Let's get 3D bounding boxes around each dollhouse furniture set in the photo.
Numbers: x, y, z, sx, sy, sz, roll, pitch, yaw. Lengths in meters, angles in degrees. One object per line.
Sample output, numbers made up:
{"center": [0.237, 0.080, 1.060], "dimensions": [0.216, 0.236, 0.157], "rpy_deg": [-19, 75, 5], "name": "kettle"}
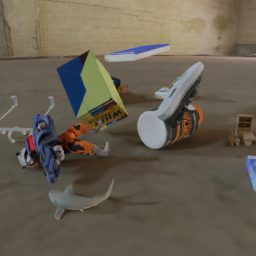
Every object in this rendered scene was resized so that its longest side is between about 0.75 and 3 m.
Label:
{"center": [3.206, -2.166, 16.095], "dimensions": [0.883, 1.260, 0.888], "rpy_deg": [-49, 35, -2], "name": "dollhouse furniture set"}
{"center": [4.214, 0.074, 9.918], "dimensions": [1.144, 0.810, 1.245], "rpy_deg": [3, 19, 11], "name": "dollhouse furniture set"}

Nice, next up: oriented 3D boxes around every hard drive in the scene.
{"center": [0.360, -2.694, 9.968], "dimensions": [1.368, 0.263, 2.074], "rpy_deg": [8, 26, 39], "name": "hard drive"}

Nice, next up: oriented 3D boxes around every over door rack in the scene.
{"center": [-3.942, -0.278, 10.647], "dimensions": [1.782, 0.803, 2.412], "rpy_deg": [2, 40, 6], "name": "over door rack"}

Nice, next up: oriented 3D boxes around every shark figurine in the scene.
{"center": [-1.069, 1.481, 6.151], "dimensions": [1.526, 0.637, 0.911], "rpy_deg": [-2, 20, -1], "name": "shark figurine"}

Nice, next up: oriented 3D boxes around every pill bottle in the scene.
{"center": [1.619, -0.201, 9.937], "dimensions": [2.474, 1.314, 1.314], "rpy_deg": [-18, 26, -41], "name": "pill bottle"}

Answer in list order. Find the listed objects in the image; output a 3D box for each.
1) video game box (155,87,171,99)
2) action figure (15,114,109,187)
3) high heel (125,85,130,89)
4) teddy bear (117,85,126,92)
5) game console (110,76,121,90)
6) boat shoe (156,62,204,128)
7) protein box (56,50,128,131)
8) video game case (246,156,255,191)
{"center": [2.619, -2.055, 16.772], "dimensions": [1.598, 0.411, 1.754], "rpy_deg": [10, 22, 20], "name": "video game box"}
{"center": [-1.830, 0.749, 7.984], "dimensions": [2.567, 1.388, 2.653], "rpy_deg": [-11, 45, -9], "name": "action figure"}
{"center": [-0.245, -2.749, 18.951], "dimensions": [0.762, 0.257, 0.365], "rpy_deg": [-8, 10, -7], "name": "high heel"}
{"center": [-1.044, -2.324, 17.285], "dimensions": [1.691, 0.779, 2.332], "rpy_deg": [-3, 10, -33], "name": "teddy bear"}
{"center": [-1.825, -2.057, 15.264], "dimensions": [1.474, 2.228, 2.533], "rpy_deg": [22, 7, -30], "name": "game console"}
{"center": [1.753, -1.044, 8.758], "dimensions": [2.477, 0.701, 0.850], "rpy_deg": [-53, 17, -22], "name": "boat shoe"}
{"center": [-1.213, -1.235, 10.074], "dimensions": [1.384, 2.037, 2.052], "rpy_deg": [-27, -18, 7], "name": "protein box"}
{"center": [3.916, 1.219, 7.309], "dimensions": [1.349, 0.338, 1.489], "rpy_deg": [4, 19, 13], "name": "video game case"}
